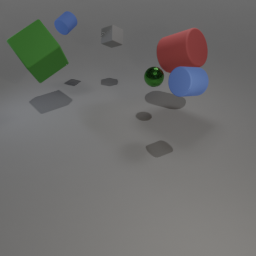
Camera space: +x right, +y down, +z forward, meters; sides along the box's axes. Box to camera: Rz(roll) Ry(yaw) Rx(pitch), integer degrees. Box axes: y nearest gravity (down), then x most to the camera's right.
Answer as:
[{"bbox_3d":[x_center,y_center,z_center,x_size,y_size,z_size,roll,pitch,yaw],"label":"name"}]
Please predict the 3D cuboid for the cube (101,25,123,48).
[{"bbox_3d":[-0.699,-4.028,12.355,0.700,0.700,0.700,-1,-4,40],"label":"cube"}]

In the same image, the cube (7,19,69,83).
[{"bbox_3d":[-3.300,-2.811,10.428,1.400,1.400,1.400,-37,79,-7],"label":"cube"}]

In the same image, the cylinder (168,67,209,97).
[{"bbox_3d":[1.458,-1.119,6.770,0.700,0.700,0.700,-8,30,-40],"label":"cylinder"}]

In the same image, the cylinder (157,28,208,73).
[{"bbox_3d":[2.042,-2.890,10.586,1.400,1.400,1.400,-1,22,47],"label":"cylinder"}]

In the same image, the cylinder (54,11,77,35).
[{"bbox_3d":[-2.586,-4.372,11.678,0.700,0.700,0.700,16,54,24],"label":"cylinder"}]

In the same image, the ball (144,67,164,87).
[{"bbox_3d":[0.904,-1.772,9.713,0.700,0.700,0.700,0,32,0],"label":"ball"}]
